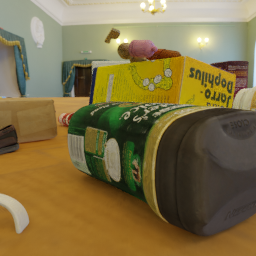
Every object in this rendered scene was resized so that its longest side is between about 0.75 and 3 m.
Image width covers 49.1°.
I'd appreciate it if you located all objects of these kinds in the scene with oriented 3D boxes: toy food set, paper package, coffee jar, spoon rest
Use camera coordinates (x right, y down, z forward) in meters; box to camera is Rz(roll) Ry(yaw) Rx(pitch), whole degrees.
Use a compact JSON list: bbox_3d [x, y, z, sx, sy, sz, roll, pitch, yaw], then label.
[{"bbox_3d":[0.520,-1.404,5.629,2.016,0.317,1.281,15,0,-14],"label":"toy food set"},{"bbox_3d":[-3.077,-0.216,6.825,1.971,1.020,1.879,-8,11,-43],"label":"paper package"},{"bbox_3d":[0.322,0.247,3.210,1.286,1.052,2.467,-9,11,-33],"label":"coffee jar"},{"bbox_3d":[-1.407,0.738,2.480,1.012,0.307,0.503,1,8,2],"label":"spoon rest"}]

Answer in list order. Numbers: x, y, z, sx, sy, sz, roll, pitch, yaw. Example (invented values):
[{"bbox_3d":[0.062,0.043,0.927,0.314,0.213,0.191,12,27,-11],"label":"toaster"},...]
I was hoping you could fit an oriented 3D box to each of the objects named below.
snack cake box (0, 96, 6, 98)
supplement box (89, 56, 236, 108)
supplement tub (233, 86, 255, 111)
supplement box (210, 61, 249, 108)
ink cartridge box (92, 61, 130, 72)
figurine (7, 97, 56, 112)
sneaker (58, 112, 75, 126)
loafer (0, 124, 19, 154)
[{"bbox_3d":[-6.812,-0.897,12.070,1.607,0.939,2.794,3,8,11],"label":"snack cake box"},{"bbox_3d":[0.531,-0.489,6.016,1.557,1.566,2.860,6,2,-39],"label":"supplement box"},{"bbox_3d":[3.809,-0.426,7.098,1.364,1.364,1.886,-6,10,-39],"label":"supplement tub"},{"bbox_3d":[4.003,-1.478,11.269,0.987,2.305,1.272,-2,8,-13],"label":"supplement box"},{"bbox_3d":[0.290,-0.991,8.783,2.725,1.980,1.971,0,5,-3],"label":"ink cartridge box"},{"bbox_3d":[-4.124,-0.640,10.843,2.081,0.918,2.133,5,9,4],"label":"figurine"},{"bbox_3d":[-1.694,-0.429,9.840,0.966,0.655,1.672,8,10,40],"label":"sneaker"},{"bbox_3d":[-2.743,0.271,5.053,0.599,0.525,1.667,4,9,30],"label":"loafer"}]
